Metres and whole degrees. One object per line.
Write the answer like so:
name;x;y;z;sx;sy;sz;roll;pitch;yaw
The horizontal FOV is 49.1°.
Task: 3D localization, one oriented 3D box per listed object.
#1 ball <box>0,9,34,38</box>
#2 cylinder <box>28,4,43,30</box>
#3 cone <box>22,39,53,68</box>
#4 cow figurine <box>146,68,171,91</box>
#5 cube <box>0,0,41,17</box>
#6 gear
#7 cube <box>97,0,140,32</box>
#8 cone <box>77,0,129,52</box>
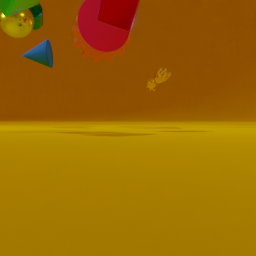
ball;-3.805;-3.670;9.537;1.151;1.151;1.151;0;1;0
cylinder;-3.702;-4.363;10.847;0.788;0.788;0.788;0;-16;-15
cone;-2.780;-2.206;8.452;0.853;0.850;0.850;-5;2;-3
cow figurine;1.265;-2.039;11.844;0.559;1.002;1.019;47;31;16
cube;-2.085;-2.747;5.151;0.843;0.843;0.843;-45;14;-36
gear;-0.967;-3.401;10.287;2.097;2.097;0.388;-4;46;-4
cube;-0.156;-2.587;5.819;0.735;0.735;0.735;18;43;-4
cone;-0.503;-3.459;8.803;1.629;1.629;1.636;0;34;19
